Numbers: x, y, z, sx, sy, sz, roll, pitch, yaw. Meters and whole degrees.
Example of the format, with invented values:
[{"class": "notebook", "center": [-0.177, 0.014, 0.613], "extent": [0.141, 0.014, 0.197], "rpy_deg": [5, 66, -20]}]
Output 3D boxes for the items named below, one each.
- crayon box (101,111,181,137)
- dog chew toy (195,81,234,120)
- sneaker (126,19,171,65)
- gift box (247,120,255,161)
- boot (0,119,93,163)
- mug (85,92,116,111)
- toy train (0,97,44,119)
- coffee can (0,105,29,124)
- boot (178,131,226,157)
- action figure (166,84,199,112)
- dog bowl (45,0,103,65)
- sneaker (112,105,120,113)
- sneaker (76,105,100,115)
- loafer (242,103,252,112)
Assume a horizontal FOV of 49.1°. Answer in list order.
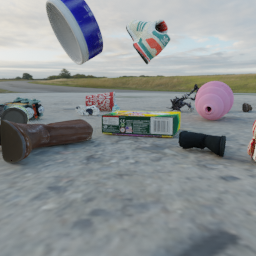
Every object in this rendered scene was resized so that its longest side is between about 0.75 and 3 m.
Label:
[{"class": "crayon box", "center": [0.463, -0.184, 8.311], "extent": [2.021, 0.589, 1.744], "rpy_deg": [3, 9, 16]}, {"class": "dog chew toy", "center": [3.384, -1.022, 11.190], "extent": [1.532, 1.532, 2.461], "rpy_deg": [4, 18, 23]}, {"class": "sneaker", "center": [0.763, -3.243, 9.673], "extent": [1.254, 0.944, 2.681], "rpy_deg": [-33, 36, 17]}, {"class": "gift box", "center": [2.604, 0.273, 5.047], "extent": [0.780, 0.771, 0.836], "rpy_deg": [12, 8, 15]}, {"class": "boot", "center": [-1.563, 0.159, 6.074], "extent": [2.319, 0.745, 2.161], "rpy_deg": [-1, 10, -37]}, {"class": "mug", "center": [-1.412, -1.245, 14.922], "extent": [1.509, 1.339, 1.007], "rpy_deg": [-4, 45, 4]}, {"class": "toy train", "center": [-4.342, -0.724, 11.372], "extent": [2.012, 0.857, 1.147], "rpy_deg": [9, 25, 34]}, {"class": "coffee can", "center": [-3.430, -0.296, 8.550], "extent": [0.742, 0.742, 1.014], "rpy_deg": [-3, 9, -16]}, {"class": "boot", "center": [1.488, 0.303, 5.718], "extent": [0.919, 0.418, 1.094], "rpy_deg": [6, 3, 14]}, {"class": "action figure", "center": [3.008, -1.356, 14.617], "extent": [1.971, 1.006, 1.171], "rpy_deg": [-36, 40, 6]}, {"class": "dog bowl", "center": [-1.900, -3.515, 9.967], "extent": [0.930, 2.362, 2.362], "rpy_deg": [-34, 21, -17]}, {"class": "sneaker", "center": [-0.396, -0.644, 11.360], "extent": [0.348, 0.572, 0.876], "rpy_deg": [-5, 11, -36]}, {"class": "sneaker", "center": [-1.823, -0.829, 12.990], "extent": [1.103, 0.440, 0.718], "rpy_deg": [1, 8, 6]}, {"class": "loafer", "center": [6.206, -1.090, 14.505], "extent": [0.463, 0.477, 1.305], "rpy_deg": [2, 9, 18]}]
